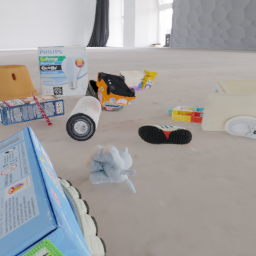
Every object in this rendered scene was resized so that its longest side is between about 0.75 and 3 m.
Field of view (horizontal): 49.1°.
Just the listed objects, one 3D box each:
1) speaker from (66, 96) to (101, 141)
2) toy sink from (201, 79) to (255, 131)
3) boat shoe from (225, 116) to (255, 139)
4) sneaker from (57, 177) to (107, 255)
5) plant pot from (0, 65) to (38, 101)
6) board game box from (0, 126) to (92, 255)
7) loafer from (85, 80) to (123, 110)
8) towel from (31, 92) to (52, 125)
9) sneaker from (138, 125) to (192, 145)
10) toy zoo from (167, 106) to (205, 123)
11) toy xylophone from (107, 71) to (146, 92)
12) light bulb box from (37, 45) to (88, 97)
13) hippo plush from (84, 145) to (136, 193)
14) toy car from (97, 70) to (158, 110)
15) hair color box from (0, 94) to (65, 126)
[{"bbox_3d":[-1.158,-0.322,7.612,0.757,0.757,1.864,-1,19,-2],"label":"speaker"},{"bbox_3d":[2.826,-0.626,7.593,1.741,1.135,0.975,0,35,-1],"label":"toy sink"},{"bbox_3d":[3.221,0.053,7.058,1.445,0.520,0.495,10,19,0],"label":"boat shoe"},{"bbox_3d":[-0.822,1.348,2.252,1.330,1.172,2.983,-8,21,-30],"label":"sneaker"},{"bbox_3d":[-4.393,-1.605,10.397,1.929,1.350,1.929,-1,18,0],"label":"plant pot"},{"bbox_3d":[-1.791,1.119,1.933,2.880,0.527,2.178,-31,22,-14],"label":"board game box"},{"bbox_3d":[-0.970,-1.241,10.243,0.854,0.748,2.378,-12,22,-30],"label":"loafer"},{"bbox_3d":[-2.457,-0.540,7.936,0.105,0.936,0.677,-30,29,-13],"label":"towel"},{"bbox_3d":[0.918,0.166,6.860,1.310,0.461,0.612,4,3,16],"label":"sneaker"},{"bbox_3d":[2.100,-0.436,8.808,1.769,0.181,1.161,6,20,16],"label":"toy zoo"},{"bbox_3d":[-0.072,-2.287,13.365,1.923,0.660,2.627,0,19,0],"label":"toy xylophone"},{"bbox_3d":[-2.719,-2.407,11.747,1.944,1.962,1.224,-6,20,-16],"label":"light bulb box"},{"bbox_3d":[-0.220,0.569,5.050,0.974,0.775,0.783,6,21,18],"label":"hippo plush"},{"bbox_3d":[0.172,-1.022,8.299,2.739,0.912,1.344,-10,44,-45],"label":"toy car"},{"bbox_3d":[-3.029,-0.603,8.711,1.868,0.565,0.934,-13,23,-33],"label":"hair color box"}]
